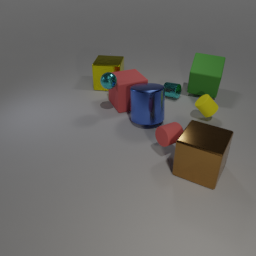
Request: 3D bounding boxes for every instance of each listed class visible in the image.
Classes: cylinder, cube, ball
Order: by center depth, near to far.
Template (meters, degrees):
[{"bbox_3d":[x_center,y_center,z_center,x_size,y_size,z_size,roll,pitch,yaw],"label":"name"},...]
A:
[{"bbox_3d":[2.365,0.805,8.907,1.400,1.400,1.400,18,38,25],"label":"cube"},{"bbox_3d":[1.399,0.209,9.453,0.700,0.700,0.700,-17,37,-30],"label":"cylinder"},{"bbox_3d":[0.794,-1.005,11.452,1.400,1.400,1.400,-2,22,1],"label":"cylinder"},{"bbox_3d":[-0.791,-1.946,11.547,0.700,0.700,0.700,0,33,0],"label":"ball"},{"bbox_3d":[3.269,-0.921,11.650,0.700,0.700,0.700,-41,18,16],"label":"cylinder"},{"bbox_3d":[-0.027,-1.714,12.736,1.400,1.400,1.400,-13,35,-18],"label":"cube"},{"bbox_3d":[3.695,-2.501,13.299,1.400,1.400,1.400,13,57,14],"label":"cube"},{"bbox_3d":[2.115,-1.821,13.478,0.700,0.700,0.700,16,36,32],"label":"cylinder"},{"bbox_3d":[-0.980,-2.828,14.421,1.400,1.400,1.400,4,34,6],"label":"cube"}]
